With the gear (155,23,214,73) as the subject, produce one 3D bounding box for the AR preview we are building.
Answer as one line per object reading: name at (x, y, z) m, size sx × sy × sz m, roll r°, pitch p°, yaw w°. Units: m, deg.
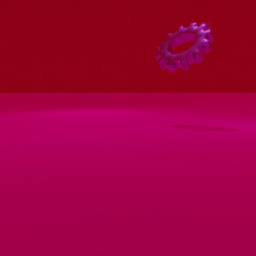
gear at (1.975, -2.882, 10.010) m, size 2.050 × 2.050 × 0.379 m, roll 7°, pitch -30°, yaw 41°
